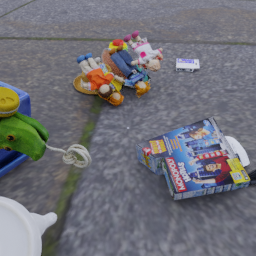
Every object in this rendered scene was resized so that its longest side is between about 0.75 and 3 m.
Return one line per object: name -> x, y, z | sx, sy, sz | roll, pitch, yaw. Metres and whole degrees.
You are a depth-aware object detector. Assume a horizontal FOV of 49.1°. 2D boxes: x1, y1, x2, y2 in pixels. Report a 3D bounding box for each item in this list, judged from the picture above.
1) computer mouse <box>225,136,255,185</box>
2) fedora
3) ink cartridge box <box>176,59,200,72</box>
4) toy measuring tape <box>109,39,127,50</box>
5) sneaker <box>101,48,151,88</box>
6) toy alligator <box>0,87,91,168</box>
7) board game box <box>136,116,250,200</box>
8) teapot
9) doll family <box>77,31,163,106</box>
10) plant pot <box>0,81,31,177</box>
computer mouse -> 2.522, 0.662, 6.653 | 0.943, 0.377, 1.720 | -8, 37, -8
fedora -> -1.082, -1.824, 9.820 | 1.765, 0.720, 1.765 | 0, 35, 0
ink cartridge box -> 2.386, -2.515, 11.215 | 0.905, 0.196, 0.897 | 4, 36, 9
toy measuring tape -> -0.408, -3.079, 11.539 | 0.829, 0.829, 2.254 | 0, 36, 1
sneaker -> -0.088, -2.158, 10.174 | 2.170, 0.775, 0.867 | 45, 33, 25
toy alligator -> -1.929, -0.043, 4.203 | 2.918, 0.967, 0.701 | 28, 39, 1
board game box -> 1.258, 0.736, 6.229 | 2.008, 0.620, 2.009 | -10, 41, 0
teapot -> -2.162, 1.914, 4.249 | 1.733, 1.265, 1.710 | 17, 64, -8
doll family -> -0.177, -1.702, 8.947 | 2.824, 1.273, 1.753 | -30, 79, -16
plant pot -> -3.409, 0.128, 6.161 | 2.025, 1.820, 2.025 | 22, 42, 27
